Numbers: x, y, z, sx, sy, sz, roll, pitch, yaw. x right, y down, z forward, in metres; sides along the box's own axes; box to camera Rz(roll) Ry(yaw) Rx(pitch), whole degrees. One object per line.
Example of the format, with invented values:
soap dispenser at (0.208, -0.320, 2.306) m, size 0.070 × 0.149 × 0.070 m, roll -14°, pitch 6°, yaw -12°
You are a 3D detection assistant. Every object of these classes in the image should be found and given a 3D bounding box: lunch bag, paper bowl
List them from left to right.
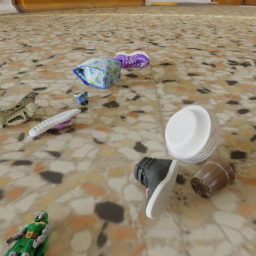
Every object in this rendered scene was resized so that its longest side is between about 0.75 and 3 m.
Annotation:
lunch bag at (-1.533, -2.854, 14.002) m, size 1.946 × 1.240 × 1.654 m, roll 22°, pitch 36°, yaw 16°
paper bowl at (1.797, 0.131, 8.299) m, size 0.883 × 1.698 × 1.698 m, roll 23°, pitch 17°, yaw -33°

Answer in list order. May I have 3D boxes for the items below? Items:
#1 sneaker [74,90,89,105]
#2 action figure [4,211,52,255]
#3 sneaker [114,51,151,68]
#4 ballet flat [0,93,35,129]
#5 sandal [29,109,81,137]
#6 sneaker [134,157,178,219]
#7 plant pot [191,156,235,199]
sneaker at (-1.981, -1.273, 12.085) m, size 0.522 × 0.593 × 1.329 m, roll -17°, pitch 12°, yaw 7°
action figure at (-2.096, 2.453, 5.726) m, size 1.150 × 0.532 × 1.947 m, roll 1°, pitch 27°, yaw 9°
sneaker at (0.183, -3.787, 16.204) m, size 2.359 × 0.951 × 0.984 m, roll 7°, pitch 45°, yaw 29°
ballet flat at (-4.184, -0.584, 10.816) m, size 0.812 × 0.732 × 2.157 m, roll 34°, pitch 45°, yaw 11°
sandal at (-2.598, -0.139, 10.186) m, size 1.985 × 0.488 × 0.808 m, roll -28°, pitch 23°, yaw -19°
sneaker at (0.552, 1.460, 7.219) m, size 1.071 × 0.763 × 2.159 m, roll 7°, pitch 28°, yaw 21°
plant pot at (2.162, 1.330, 7.322) m, size 0.874 × 0.882 × 0.882 m, roll -30°, pitch 41°, yaw -30°
